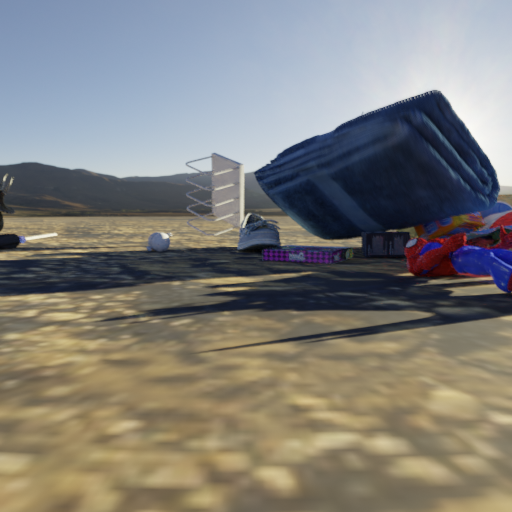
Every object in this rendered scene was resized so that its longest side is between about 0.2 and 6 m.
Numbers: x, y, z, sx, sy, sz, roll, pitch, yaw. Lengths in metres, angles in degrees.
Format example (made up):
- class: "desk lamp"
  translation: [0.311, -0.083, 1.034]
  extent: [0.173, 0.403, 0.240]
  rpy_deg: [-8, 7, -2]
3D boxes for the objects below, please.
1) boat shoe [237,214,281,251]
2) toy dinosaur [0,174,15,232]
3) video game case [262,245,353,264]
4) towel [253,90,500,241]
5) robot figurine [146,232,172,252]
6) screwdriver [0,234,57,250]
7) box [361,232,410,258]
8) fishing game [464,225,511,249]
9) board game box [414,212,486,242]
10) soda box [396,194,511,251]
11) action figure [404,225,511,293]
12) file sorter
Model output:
- class: "boat shoe"
  translation: [0.024, -0.503, 11.890]
  extent: [0.877, 0.763, 2.379]
  rpy_deg: [0, 5, -4]
- class: "toy dinosaur"
  translation: [-5.829, -0.597, 11.864]
  extent: [1.257, 0.946, 2.458]
  rpy_deg: [-26, -14, -43]
- class: "video game case"
  translation: [0.911, -0.037, 9.700]
  extent: [1.256, 0.225, 1.138]
  rpy_deg: [3, 6, 27]
- class: "towel"
  translation: [2.036, -1.340, 10.547]
  extent: [2.476, 1.076, 4.435]
  rpy_deg: [41, -27, -23]
- class: "robot figurine"
  translation: [-2.001, -0.284, 11.533]
  extent: [0.591, 0.394, 0.697]
  rpy_deg: [-41, 18, -15]
- class: "screwdriver"
  translation: [-5.252, -0.427, 12.985]
  extent: [0.374, 0.358, 2.568]
  rpy_deg: [-30, 1, 17]
- class: "box"
  translation: [2.375, -0.221, 10.343]
  extent: [0.791, 0.453, 0.869]
  rpy_deg: [-2, 3, 5]
- class: "fishing game"
  translation: [4.297, -0.247, 9.218]
  extent: [2.275, 0.494, 3.177]
  rpy_deg: [-4, -9, -23]
- class: "board game box"
  translation: [3.733, -0.839, 11.121]
  extent: [0.974, 0.975, 0.975]
  rpy_deg: [2, -27, -46]
- class: "soda box"
  translation: [4.770, -0.723, 11.993]
  extent: [1.115, 1.179, 3.482]
  rpy_deg: [-5, 7, -45]
- class: "action figure"
  translation: [2.673, 0.024, 6.715]
  extent: [0.964, 0.762, 2.948]
  rpy_deg: [-4, 4, -18]
- class: "file sorter"
  translation: [-1.059, -1.498, 13.761]
  extent: [1.046, 1.681, 1.166]
  rpy_deg: [-21, 36, -36]
